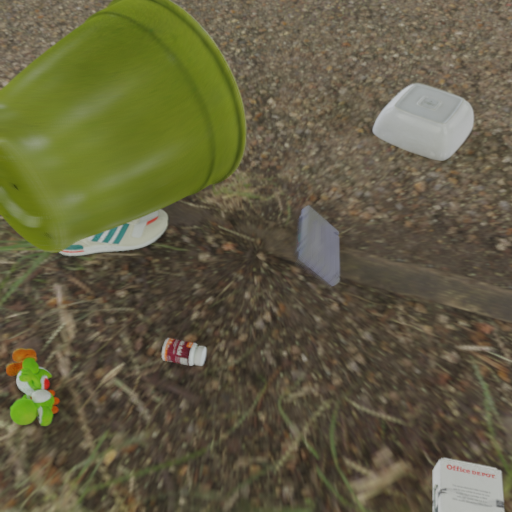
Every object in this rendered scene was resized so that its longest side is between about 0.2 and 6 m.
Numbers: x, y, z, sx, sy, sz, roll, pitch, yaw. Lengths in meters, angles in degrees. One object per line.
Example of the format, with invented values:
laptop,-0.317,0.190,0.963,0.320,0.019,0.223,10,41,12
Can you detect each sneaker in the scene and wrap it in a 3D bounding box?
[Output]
sneaker,-2.676,-0.638,10.158,2.146,1.003,0.755,-10,49,-8

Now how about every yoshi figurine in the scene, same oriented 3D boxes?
yoshi figurine,-3.381,1.976,8.179,0.671,0.674,1.199,-34,58,-7

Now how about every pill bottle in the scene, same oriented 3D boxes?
pill bottle,-1.117,1.508,8.719,0.624,0.356,0.356,9,50,8

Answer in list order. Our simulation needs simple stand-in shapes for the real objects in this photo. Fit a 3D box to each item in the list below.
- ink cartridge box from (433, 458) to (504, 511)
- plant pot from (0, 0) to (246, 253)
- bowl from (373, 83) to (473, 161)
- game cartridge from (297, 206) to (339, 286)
ink cartridge box,2.691,3.248,7.131,0.792,0.457,1.089,9,50,8
plant pot,-2.509,-1.838,8.738,3.416,3.416,3.289,31,53,24
bowl,3.798,-3.138,12.550,1.924,0.718,1.921,28,54,24
game cartridge,1.102,-0.202,9.857,0.891,0.264,1.375,34,37,-21
